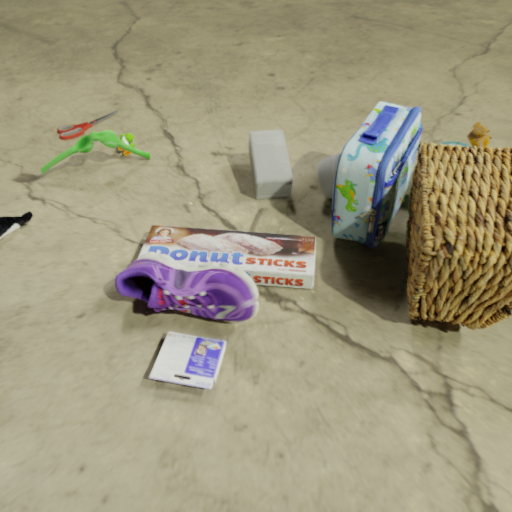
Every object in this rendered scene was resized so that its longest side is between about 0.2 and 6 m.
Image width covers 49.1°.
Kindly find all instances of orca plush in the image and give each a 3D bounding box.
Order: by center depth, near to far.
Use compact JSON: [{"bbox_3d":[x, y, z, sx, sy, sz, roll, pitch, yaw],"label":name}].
[{"bbox_3d":[-5.630,-0.385,11.140,1.309,0.885,2.489,32,50,32],"label":"orca plush"}]

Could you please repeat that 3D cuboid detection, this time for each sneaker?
[{"bbox_3d":[-1.237,0.696,9.642,2.676,1.079,1.116,8,21,23],"label":"sneaker"}]

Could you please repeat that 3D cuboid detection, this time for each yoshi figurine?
[{"bbox_3d":[-3.364,-2.962,14.562,0.449,0.451,0.802,5,36,-18],"label":"yoshi figurine"}]

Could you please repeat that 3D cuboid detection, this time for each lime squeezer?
[{"bbox_3d":[-3.880,-2.591,13.474,2.639,0.932,0.498,-13,68,-19],"label":"lime squeezer"}]

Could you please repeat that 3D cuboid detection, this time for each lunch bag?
[{"bbox_3d":[2.524,-1.765,11.640,1.197,2.335,2.904,17,42,20],"label":"lunch bag"}]

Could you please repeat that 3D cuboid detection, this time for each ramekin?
[{"bbox_3d":[1.766,-1.783,12.712,0.535,1.019,1.019,-8,35,26],"label":"ramekin"}]

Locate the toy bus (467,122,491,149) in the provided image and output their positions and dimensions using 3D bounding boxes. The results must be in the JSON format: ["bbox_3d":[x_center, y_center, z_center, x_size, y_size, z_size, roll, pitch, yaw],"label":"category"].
[{"bbox_3d":[5.439,-2.898,13.668,0.352,0.424,1.082,49,17,21],"label":"toy bus"}]

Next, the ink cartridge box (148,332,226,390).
[{"bbox_3d":[-1.102,1.741,9.132,1.038,0.227,1.048,9,38,6],"label":"ink cartridge box"}]

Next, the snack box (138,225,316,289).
[{"bbox_3d":[-0.535,0.000,11.048,3.385,0.412,1.217,4,41,5],"label":"snack box"}]

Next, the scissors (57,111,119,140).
[{"bbox_3d":[-4.569,-3.635,15.572,1.992,0.139,0.729,-25,44,-28],"label":"scissors"}]

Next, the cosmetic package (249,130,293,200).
[{"bbox_3d":[0.319,-2.133,13.066,0.866,0.731,1.622,-3,59,-4],"label":"cosmetic package"}]

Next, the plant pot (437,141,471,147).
[{"bbox_3d":[4.293,-1.743,12.399,1.415,1.329,1.415,1,40,0],"label":"plant pot"}]

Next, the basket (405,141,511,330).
[{"bbox_3d":[3.938,-0.283,9.895,2.377,2.278,3.191,5,44,9],"label":"basket"}]
